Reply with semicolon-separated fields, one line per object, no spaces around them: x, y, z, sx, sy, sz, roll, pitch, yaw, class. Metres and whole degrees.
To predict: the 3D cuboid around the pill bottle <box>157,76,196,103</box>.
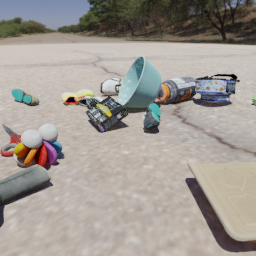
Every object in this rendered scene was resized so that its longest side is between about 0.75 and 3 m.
2.178;-1.744;12.858;1.991;1.058;1.058;-15;26;-35;pill bottle

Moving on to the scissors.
-3.484;0.286;8.882;1.025;0.195;2.803;-11;22;-20;scissors

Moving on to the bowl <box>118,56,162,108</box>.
0.593;-1.752;11.821;1.184;2.264;2.264;22;14;-21;bowl

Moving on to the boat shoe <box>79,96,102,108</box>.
-1.572;-1.036;11.954;0.508;0.516;1.432;-30;27;-35;boat shoe

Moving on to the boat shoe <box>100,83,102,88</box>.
-0.818;-2.205;14.891;1.395;0.463;0.521;6;22;16;boat shoe

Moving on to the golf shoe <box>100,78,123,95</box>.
-0.264;-2.043;13.934;2.242;0.872;1.059;-12;24;-26;golf shoe

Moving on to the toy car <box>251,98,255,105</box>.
5.890;-1.043;12.083;1.292;0.288;1.215;-10;22;-29;toy car

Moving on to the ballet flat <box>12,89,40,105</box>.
-4.618;-1.362;12.764;1.675;0.568;0.631;22;7;34;ballet flat

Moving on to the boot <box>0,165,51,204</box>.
-2.324;1.316;5.765;1.580;0.573;1.436;-10;24;-41;boot

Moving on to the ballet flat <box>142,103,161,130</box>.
0.792;-0.387;9.876;0.660;0.660;1.807;2;21;6;ballet flat

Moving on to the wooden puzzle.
2.624;1.388;5.475;2.500;0.579;2.316;2;21;-6;wooden puzzle

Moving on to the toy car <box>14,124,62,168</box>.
-2.222;0.570;7.192;0.930;1.086;1.241;46;37;13;toy car

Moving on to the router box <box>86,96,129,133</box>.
-0.771;-0.525;9.935;1.112;0.369;1.415;-34;33;-10;router box

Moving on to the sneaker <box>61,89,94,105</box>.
-2.218;-1.307;12.555;1.489;0.582;0.672;-12;31;-13;sneaker

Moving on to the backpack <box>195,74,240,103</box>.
3.756;-1.754;12.405;1.583;1.280;1.662;6;0;-30;backpack
